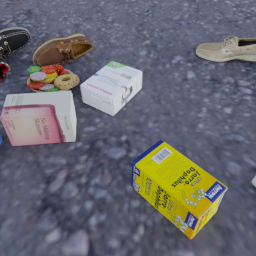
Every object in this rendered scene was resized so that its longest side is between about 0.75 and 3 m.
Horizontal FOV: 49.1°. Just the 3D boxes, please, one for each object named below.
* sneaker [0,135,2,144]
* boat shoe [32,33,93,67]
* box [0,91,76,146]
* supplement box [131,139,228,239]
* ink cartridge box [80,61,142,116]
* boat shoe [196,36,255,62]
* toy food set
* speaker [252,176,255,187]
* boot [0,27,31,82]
[{"bbox_3d":[-3.993,0.676,7.564,0.808,0.897,2.303,-7,46,-8],"label":"sneaker"},{"bbox_3d":[-2.545,-3.087,11.234,2.594,0.934,0.876,-33,52,-31],"label":"boat shoe"},{"bbox_3d":[-2.549,-0.276,8.279,1.901,1.215,1.036,-4,46,-4],"label":"box"},{"bbox_3d":[1.125,1.406,6.716,1.091,1.085,1.993,-34,55,-29],"label":"supplement box"},{"bbox_3d":[-0.543,-1.423,9.702,1.341,0.774,1.843,25,50,23],"label":"ink cartridge box"},{"bbox_3d":[4.209,-3.299,11.334,2.828,0.919,1.020,8,48,18],"label":"boat shoe"},{"bbox_3d":[-2.790,-1.788,10.203,1.798,0.442,1.816,-17,46,-22],"label":"toy food set"},{"bbox_3d":[3.715,1.708,6.776,0.599,0.599,1.476,-17,47,-16],"label":"speaker"},{"bbox_3d":[-4.962,-2.803,10.865,2.865,1.048,2.157,-24,49,-17],"label":"boot"}]
